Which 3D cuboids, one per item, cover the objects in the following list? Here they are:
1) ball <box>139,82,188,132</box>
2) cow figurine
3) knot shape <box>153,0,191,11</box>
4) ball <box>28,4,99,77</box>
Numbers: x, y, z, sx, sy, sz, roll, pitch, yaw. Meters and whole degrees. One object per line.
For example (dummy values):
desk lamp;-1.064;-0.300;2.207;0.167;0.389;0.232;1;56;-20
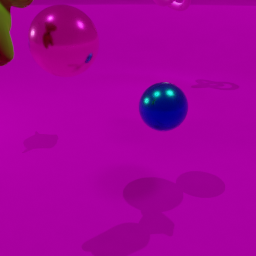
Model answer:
ball;0.660;-0.396;5.254;0.925;0.925;0.925;0;26;0
cow figurine;-1.733;-1.396;3.231;1.378;1.356;0.756;-15;13;-27
knot shape;1.677;-5.264;10.624;1.795;1.918;0.886;-5;68;-23
ball;-1.008;-1.360;4.440;1.097;1.097;1.097;0;26;0
